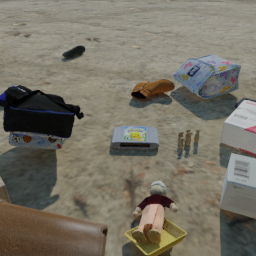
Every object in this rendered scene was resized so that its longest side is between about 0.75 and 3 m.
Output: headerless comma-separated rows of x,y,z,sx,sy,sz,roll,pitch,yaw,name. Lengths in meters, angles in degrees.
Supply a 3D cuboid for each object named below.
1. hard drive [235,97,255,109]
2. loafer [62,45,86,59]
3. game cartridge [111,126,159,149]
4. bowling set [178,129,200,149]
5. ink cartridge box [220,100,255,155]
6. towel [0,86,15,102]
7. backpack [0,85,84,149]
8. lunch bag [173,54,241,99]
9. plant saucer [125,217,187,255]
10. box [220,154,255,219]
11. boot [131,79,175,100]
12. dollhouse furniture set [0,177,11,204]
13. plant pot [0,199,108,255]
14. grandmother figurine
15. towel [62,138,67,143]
5.670,-0.832,12.366,1.636,0.346,1.103,26,41,34,hard drive
-3.642,-5.143,18.781,0.551,0.629,1.752,18,39,36,loafer
0.275,0.327,10.633,1.758,0.356,1.172,1,29,1,game cartridge
2.121,0.274,10.481,1.033,0.555,0.719,-21,39,-30,bowling set
4.745,-0.063,10.624,1.630,0.950,2.252,23,39,31,ink cartridge box
-5.459,-1.521,13.467,1.109,0.372,1.502,10,34,3,towel
-3.121,-0.403,9.817,2.565,1.976,2.443,12,20,-24,backpack
3.880,-2.592,13.955,2.570,1.634,2.180,-19,35,-14,lunch bag
0.667,2.668,6.797,1.151,0.279,1.151,-17,14,-24,plant saucer
3.386,1.637,7.864,1.304,1.117,1.297,14,35,17,box
1.182,-1.857,13.570,1.913,0.734,1.485,13,34,21,boot
-4.745,1.293,7.627,1.958,1.947,2.778,-23,40,-31,dollhouse furniture set
-1.882,2.697,5.052,2.816,2.844,2.844,9,33,-3,plant pot
0.723,2.130,7.453,1.210,0.604,1.996,-1,26,13,grandmother figurine
-2.707,0.346,10.800,0.772,0.138,0.801,6,36,15,towel
